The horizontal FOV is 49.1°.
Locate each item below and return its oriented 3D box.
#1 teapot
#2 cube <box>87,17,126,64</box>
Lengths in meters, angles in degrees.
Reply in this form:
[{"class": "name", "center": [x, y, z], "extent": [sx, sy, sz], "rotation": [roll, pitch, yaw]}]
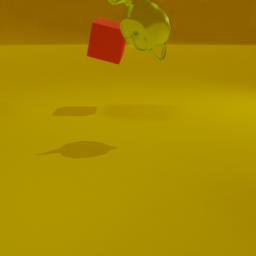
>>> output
[{"class": "teapot", "center": [0.284, -2.301, 6.335], "extent": [0.928, 1.895, 1.178], "rotation": [-49, 23, -18]}, {"class": "cube", "center": [-0.697, -3.153, 10.098], "extent": [1.195, 1.195, 1.195], "rotation": [15, 29, -2]}]
